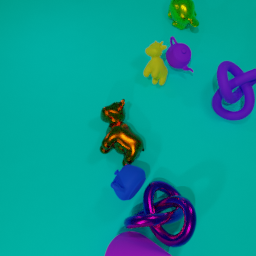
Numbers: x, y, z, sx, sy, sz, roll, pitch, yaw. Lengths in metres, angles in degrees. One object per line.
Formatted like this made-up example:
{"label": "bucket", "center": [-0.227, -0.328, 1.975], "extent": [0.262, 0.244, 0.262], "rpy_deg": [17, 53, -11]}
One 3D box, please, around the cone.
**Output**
{"label": "cone", "center": [0.515, 2.994, 6.276], "extent": [1.614, 1.620, 1.614], "rpy_deg": [16, 54, -23]}

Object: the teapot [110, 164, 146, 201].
{"label": "teapot", "center": [-0.011, 1.391, 7.502], "extent": [0.778, 1.589, 0.988], "rpy_deg": [36, 108, 18]}

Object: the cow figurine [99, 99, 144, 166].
{"label": "cow figurine", "center": [-0.168, 0.087, 8.370], "extent": [1.738, 0.954, 1.710], "rpy_deg": [32, 65, 2]}

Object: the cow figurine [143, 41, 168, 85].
{"label": "cow figurine", "center": [0.959, -2.120, 9.088], "extent": [0.655, 1.193, 1.174], "rpy_deg": [16, 81, 39]}

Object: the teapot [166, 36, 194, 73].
{"label": "teapot", "center": [1.735, -2.374, 9.218], "extent": [0.867, 0.683, 1.394], "rpy_deg": [-28, 89, -15]}

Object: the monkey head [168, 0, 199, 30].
{"label": "monkey head", "center": [2.127, -4.353, 10.288], "extent": [1.273, 1.066, 1.769], "rpy_deg": [-24, 85, -19]}

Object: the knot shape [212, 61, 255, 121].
{"label": "knot shape", "center": [3.286, -1.066, 8.514], "extent": [1.922, 1.798, 0.888], "rpy_deg": [-5, 30, -25]}

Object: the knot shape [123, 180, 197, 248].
{"label": "knot shape", "center": [0.730, 2.204, 7.164], "extent": [1.754, 0.866, 1.875], "rpy_deg": [-17, 27, -4]}
